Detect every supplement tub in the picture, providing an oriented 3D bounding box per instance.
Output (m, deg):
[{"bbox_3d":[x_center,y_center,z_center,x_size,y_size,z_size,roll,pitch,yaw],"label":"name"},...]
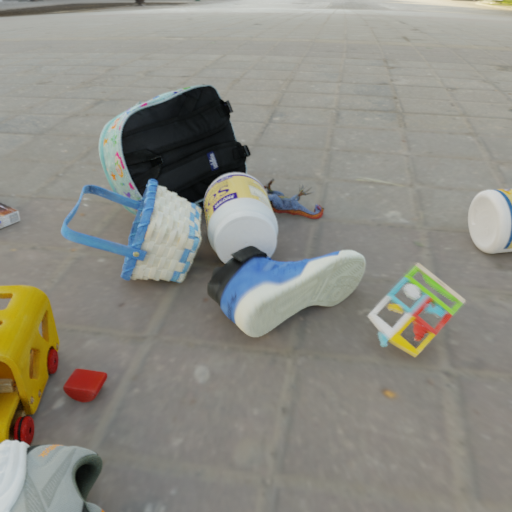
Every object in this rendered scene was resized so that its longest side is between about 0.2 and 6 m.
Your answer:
[{"bbox_3d":[-0.333,-0.742,11.710,1.445,1.445,1.988,-4,31,-7],"label":"supplement tub"},{"bbox_3d":[5.656,-0.780,11.888,1.859,1.344,1.344,-5,31,-10],"label":"supplement tub"}]

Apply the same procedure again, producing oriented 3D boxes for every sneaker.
[{"bbox_3d":[-2.169,3.140,5.485,1.343,1.252,3.387,-2,30,-12],"label":"sneaker"},{"bbox_3d":[0.510,0.321,10.245,2.965,1.138,1.649,-23,41,-30],"label":"sneaker"}]

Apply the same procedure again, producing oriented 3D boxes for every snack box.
[{"bbox_3d":[-6.851,-1.154,13.515,2.557,0.311,0.919,21,37,31],"label":"snack box"}]

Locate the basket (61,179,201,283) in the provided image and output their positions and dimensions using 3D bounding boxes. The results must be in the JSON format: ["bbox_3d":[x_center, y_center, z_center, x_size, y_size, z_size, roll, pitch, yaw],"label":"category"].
[{"bbox_3d":[-2.356,-0.535,10.893,2.463,1.713,2.171,23,27,-14],"label":"basket"}]

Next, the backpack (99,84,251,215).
[{"bbox_3d":[-2.105,-2.385,13.283,2.347,2.768,3.118,-2,25,47],"label":"backpack"}]

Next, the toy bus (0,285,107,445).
[{"bbox_3d":[-3.782,1.591,7.787,2.866,1.481,2.704,23,38,34],"label":"toy bus"}]

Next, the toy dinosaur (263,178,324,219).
[{"bbox_3d":[0.815,-1.230,13.562,1.510,1.664,0.874,43,26,2],"label":"toy dinosaur"}]

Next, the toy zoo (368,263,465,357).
[{"bbox_3d":[2.576,0.955,9.253,1.002,0.156,1.528,41,75,18],"label":"toy zoo"}]
